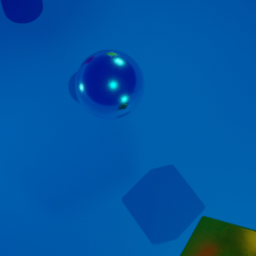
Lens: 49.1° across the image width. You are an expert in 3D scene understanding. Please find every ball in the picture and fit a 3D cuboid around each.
[{"bbox_3d":[-0.281,-0.675,4.430,1.095,1.095,1.095,0,74,0],"label":"ball"}]

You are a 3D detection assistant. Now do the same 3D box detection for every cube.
[{"bbox_3d":[1.721,2.512,4.536,1.359,1.359,1.359,-48,119,-30],"label":"cube"}]
